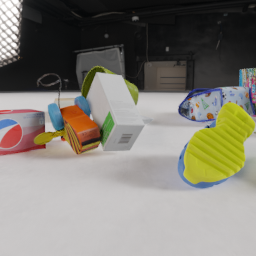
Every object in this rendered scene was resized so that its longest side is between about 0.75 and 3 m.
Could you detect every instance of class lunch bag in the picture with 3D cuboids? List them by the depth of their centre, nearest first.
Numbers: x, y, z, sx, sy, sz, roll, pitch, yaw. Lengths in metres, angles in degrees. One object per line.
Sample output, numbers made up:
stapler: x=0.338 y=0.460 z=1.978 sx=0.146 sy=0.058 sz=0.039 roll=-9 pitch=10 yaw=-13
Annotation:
lunch bag: x=3.416 y=-0.909 z=11.173 sx=1.959 sy=1.427 sz=2.304 roll=-6 pitch=-2 yaw=-32

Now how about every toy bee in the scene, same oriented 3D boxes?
toy bee: x=-1.354 y=-0.121 z=7.014 sx=1.792 sy=1.488 sz=2.737 roll=-5 pitch=38 yaw=-7

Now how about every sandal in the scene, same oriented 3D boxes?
sandal: x=1.552 y=0.411 z=5.079 sx=0.939 sy=1.029 sz=2.364 roll=45 pitch=42 yaw=13

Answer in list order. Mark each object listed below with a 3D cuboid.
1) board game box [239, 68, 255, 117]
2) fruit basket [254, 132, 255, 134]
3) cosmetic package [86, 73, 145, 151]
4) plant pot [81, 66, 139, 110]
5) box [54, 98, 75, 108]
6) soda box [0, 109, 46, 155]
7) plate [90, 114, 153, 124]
board game box: x=5.978 y=-1.528 z=12.254 sx=0.958 sy=2.199 sz=2.981 roll=-3 pitch=9 yaw=-3
fruit basket: x=3.742 y=0.334 z=4.537 sx=2.217 sy=1.122 sz=2.394 roll=-3 pitch=13 yaw=-17
cosmetic package: x=-0.337 y=-0.384 z=6.358 sx=0.709 sy=0.899 sz=1.671 roll=0 pitch=46 yaw=-30
plant pot: x=-0.748 y=-1.670 z=13.850 sx=2.239 sy=2.326 sz=2.326 roll=6 pitch=3 yaw=-40
box: x=-2.644 y=-0.814 z=12.016 sx=1.030 sy=0.843 sz=2.170 roll=-2 pitch=9 yaw=-14
soda box: x=-3.260 y=0.124 z=6.107 sx=2.768 sy=0.969 sz=0.878 roll=-8 pitch=13 yaw=-41
plate: x=-0.498 y=-0.269 z=10.323 sx=2.150 sy=0.347 sz=2.145 roll=-5 pitch=11 yaw=-26
